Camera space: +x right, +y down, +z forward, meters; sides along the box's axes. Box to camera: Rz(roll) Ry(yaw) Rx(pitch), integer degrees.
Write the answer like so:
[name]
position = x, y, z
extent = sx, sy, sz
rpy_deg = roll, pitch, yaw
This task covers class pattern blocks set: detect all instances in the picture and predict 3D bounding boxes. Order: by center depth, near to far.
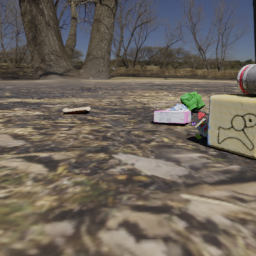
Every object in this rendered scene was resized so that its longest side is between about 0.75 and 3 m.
[pattern blocks set]
position = 2.001, -0.020, 7.297
extent = 0.063, 0.689, 0.783
rpy_deg = 23, 9, -45

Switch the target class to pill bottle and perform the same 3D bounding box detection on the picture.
[pill bottle]
position = 3.037, -1.021, 6.007
extent = 0.693, 0.693, 1.253
rpy_deg = -5, 12, -22

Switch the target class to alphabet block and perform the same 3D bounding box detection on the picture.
[alphabet block]
position = 2.778, -0.118, 6.485
extent = 1.294, 1.287, 1.318
rpy_deg = -10, 17, -33

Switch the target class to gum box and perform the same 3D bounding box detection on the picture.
[gum box]
position = 1.489, -0.389, 9.579
extent = 1.162, 0.384, 0.659
rpy_deg = 4, 7, 29

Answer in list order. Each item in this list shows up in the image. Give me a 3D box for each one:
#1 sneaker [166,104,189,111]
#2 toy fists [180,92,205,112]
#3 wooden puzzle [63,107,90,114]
[sneaker]
position = 1.801, -0.640, 10.503
extent = 1.159, 0.439, 0.447
rpy_deg = -3, 55, -39
[toy fists]
position = 2.699, -1.130, 11.690
extent = 1.531, 0.780, 0.526
rpy_deg = -16, -24, -51
[wooden puzzle]
position = -2.171, -0.755, 11.953
extent = 1.073, 0.200, 0.992
rpy_deg = -2, 9, -2
